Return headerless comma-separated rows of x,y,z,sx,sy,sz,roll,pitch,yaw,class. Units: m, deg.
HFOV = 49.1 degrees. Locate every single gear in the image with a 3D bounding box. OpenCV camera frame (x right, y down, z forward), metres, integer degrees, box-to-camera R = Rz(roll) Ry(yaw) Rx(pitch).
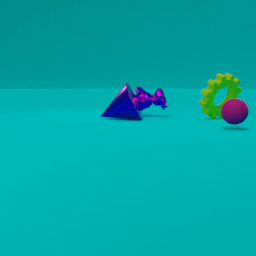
3.347,-1.145,10.123,1.643,1.643,0.304,-4,29,-26,gear

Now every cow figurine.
0.729,-1.013,10.987,1.502,0.824,1.478,-41,51,-7,cow figurine

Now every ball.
2.999,-0.460,7.892,0.739,0.739,0.739,0,9,0,ball

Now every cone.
-0.386,-0.690,10.187,1.435,1.430,1.430,-23,4,12,cone
